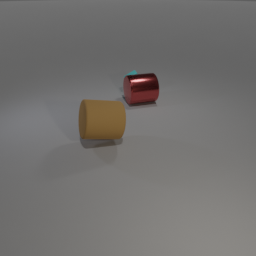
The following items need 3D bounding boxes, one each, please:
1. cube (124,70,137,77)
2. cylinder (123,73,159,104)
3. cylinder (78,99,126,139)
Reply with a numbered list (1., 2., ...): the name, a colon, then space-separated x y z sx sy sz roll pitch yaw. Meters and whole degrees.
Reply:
1. cube: 0.278 -2.588 15.083 0.700 0.700 0.700 -30 25 4
2. cylinder: 0.621 -1.915 13.605 1.400 1.400 1.400 -8 29 -15
3. cylinder: -0.954 -0.294 10.029 1.400 1.400 1.400 1 26 -21
